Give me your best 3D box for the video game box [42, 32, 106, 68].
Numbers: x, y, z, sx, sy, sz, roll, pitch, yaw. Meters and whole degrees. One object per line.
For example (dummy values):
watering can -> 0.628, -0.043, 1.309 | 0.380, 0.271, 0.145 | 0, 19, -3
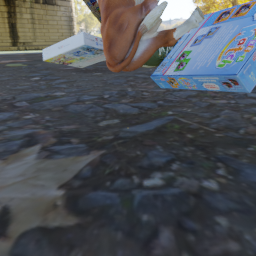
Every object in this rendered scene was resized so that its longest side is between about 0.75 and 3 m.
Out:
video game box -> -1.042, -1.724, 6.372 | 1.339, 0.313, 1.220 | -8, 0, 36

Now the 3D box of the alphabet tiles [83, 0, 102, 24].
alphabet tiles -> -0.325, -3.745, 7.225 | 1.947, 0.088, 2.329 | -23, -16, 13

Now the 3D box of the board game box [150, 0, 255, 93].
board game box -> 1.835, -1.653, 5.669 | 2.022, 0.489, 2.673 | -51, 25, -9

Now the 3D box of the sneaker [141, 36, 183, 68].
sneaker -> 1.375, -2.255, 7.552 | 2.882, 0.966, 1.294 | -7, -2, -32

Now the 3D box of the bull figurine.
bull figurine -> 0.085, -2.248, 4.709 | 1.770, 2.915, 0.949 | -28, -33, 31
